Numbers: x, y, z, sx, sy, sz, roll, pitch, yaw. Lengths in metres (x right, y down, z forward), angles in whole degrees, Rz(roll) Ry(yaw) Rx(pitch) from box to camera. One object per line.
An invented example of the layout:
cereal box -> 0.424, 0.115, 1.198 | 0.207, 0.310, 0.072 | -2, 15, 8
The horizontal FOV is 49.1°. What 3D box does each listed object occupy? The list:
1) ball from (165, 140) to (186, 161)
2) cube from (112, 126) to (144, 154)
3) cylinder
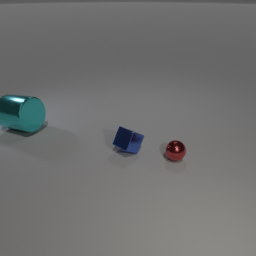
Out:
ball -> 1.611, 0.760, 9.469 | 0.700, 0.700, 0.700 | 0, 28, 0
cube -> 0.014, 0.423, 9.870 | 0.700, 0.700, 0.700 | 23, 3, 39
cylinder -> -4.300, -0.607, 11.226 | 1.400, 1.400, 1.400 | 8, 28, 27
